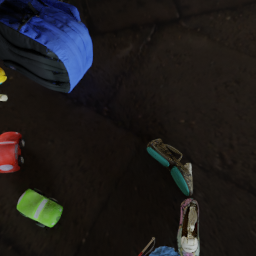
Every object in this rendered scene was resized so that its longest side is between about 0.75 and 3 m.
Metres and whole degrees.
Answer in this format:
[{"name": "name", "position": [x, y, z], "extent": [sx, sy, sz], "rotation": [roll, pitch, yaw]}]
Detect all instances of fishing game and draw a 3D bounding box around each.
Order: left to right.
[{"name": "fishing game", "position": [0.909, 3.434, 7.005], "extent": [1.334, 0.207, 0.955], "rotation": [42, 78, 6]}]

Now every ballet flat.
[{"name": "ballet flat", "position": [1.312, 0.980, 7.755], "extent": [0.685, 0.617, 1.818], "rotation": [-33, 69, -24]}, {"name": "ballet flat", "position": [1.572, 2.593, 7.118], "extent": [0.562, 0.578, 1.626], "rotation": [6, 70, 2]}]

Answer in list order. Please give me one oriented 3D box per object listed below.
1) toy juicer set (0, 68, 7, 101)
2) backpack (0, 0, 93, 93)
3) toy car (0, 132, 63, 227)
[{"name": "toy juicer set", "position": [-2.523, -1.017, 5.360], "extent": [0.840, 1.321, 0.359], "rotation": [28, 48, 27]}, {"name": "backpack", "position": [-2.326, -2.598, 8.192], "extent": [2.776, 2.256, 2.330], "rotation": [32, 70, 12]}, {"name": "toy car", "position": [-3.016, 1.699, 7.412], "extent": [2.750, 0.652, 2.923], "rotation": [25, 72, 9]}]
